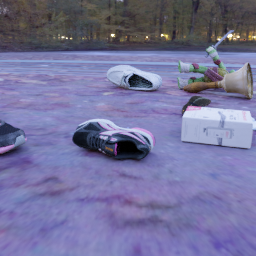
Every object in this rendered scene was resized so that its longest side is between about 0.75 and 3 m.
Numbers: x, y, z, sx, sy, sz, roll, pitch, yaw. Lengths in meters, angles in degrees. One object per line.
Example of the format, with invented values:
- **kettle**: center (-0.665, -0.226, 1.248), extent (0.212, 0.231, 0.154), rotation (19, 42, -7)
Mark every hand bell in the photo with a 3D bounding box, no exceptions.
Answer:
- **hand bell**: center (3.715, -1.822, 11.939), extent (2.802, 1.459, 1.459), rotation (-3, 14, 32)

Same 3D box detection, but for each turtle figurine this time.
- **turtle figurine**: center (3.676, -2.805, 13.274), extent (2.652, 2.735, 1.968), rotation (-4, -15, 2)

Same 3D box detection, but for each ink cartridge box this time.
- **ink cartridge box**: center (2.187, -0.057, 6.908), extent (1.568, 0.649, 1.149), rotation (6, 19, 17)

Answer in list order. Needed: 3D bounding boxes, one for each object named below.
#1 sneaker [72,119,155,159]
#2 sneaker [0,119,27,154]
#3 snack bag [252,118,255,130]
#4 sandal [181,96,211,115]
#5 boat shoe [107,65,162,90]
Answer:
- **sneaker**: center (-0.354, 0.271, 5.866), extent (1.791, 0.719, 0.773), rotation (3, 20, 12)
- **sneaker**: center (-3.432, -0.141, 6.286), extent (2.591, 1.236, 1.023), rotation (9, 19, 21)
- **snack bag**: center (3.034, -0.204, 8.145), extent (1.393, 0.158, 1.477), rotation (1, 19, 1)
- **sandal**: center (2.197, -0.651, 9.162), extent (0.617, 0.412, 1.509), rotation (29, 43, 21)
- **boat shoe**: center (0.132, -2.356, 13.159), extent (2.907, 1.069, 0.971), rotation (10, 20, 25)
